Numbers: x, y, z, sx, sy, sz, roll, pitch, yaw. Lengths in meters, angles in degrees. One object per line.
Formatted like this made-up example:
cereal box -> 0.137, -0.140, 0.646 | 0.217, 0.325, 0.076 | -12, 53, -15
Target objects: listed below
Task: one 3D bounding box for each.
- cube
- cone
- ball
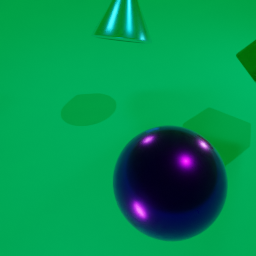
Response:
cube -> 3.757, -1.771, 6.574 | 1.383, 1.383, 1.383 | -36, 89, -13
cone -> -0.074, -3.139, 7.270 | 1.634, 1.640, 1.634 | 6, 15, -2
ball -> 0.331, 0.434, 2.285 | 0.913, 0.913, 0.913 | 0, 47, 0
